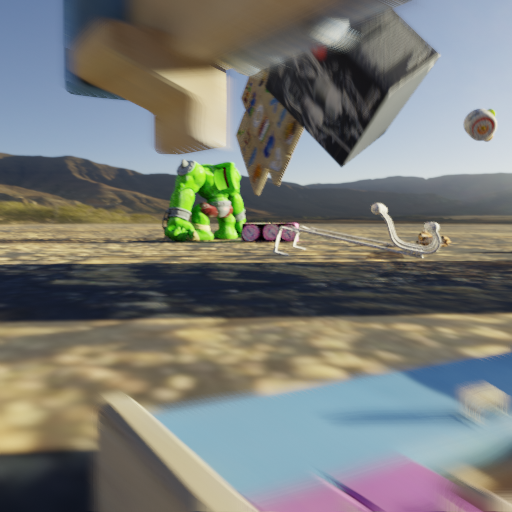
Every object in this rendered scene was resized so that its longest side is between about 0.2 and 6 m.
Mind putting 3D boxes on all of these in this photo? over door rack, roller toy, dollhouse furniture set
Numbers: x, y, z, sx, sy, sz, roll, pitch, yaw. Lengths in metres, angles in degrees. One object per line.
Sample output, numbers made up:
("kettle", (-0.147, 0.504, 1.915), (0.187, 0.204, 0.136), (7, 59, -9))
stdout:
("over door rack", (1.791, -0.465, 9.842), (2.690, 0.896, 1.987), (1, 3, 15))
("roller toy", (2.802, -1.629, 7.007), (0.358, 0.393, 0.275), (2, 31, 1))
("dollhouse furniture set", (0.623, -0.378, 0.677), (1.306, 2.001, 1.889), (-3, 5, -30))

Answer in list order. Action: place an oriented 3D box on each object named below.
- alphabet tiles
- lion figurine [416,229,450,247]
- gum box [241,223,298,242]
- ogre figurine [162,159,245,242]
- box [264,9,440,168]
("alphabet tiles", (0.325, -2.886, 10.030), (0.111, 2.918, 3.507), (11, 35, -21))
("lion figurine", (3.928, -0.332, 12.304), (0.606, 0.358, 0.989), (6, 13, -41))
("gum box", (0.404, -0.605, 14.476), (1.454, 0.481, 0.825), (1, 3, 10))
("ogre figurine", (-1.257, -1.506, 15.590), (3.583, 2.148, 1.758), (-2, 5, -40))
("box", (0.950, -2.013, 6.150), (0.810, 1.416, 1.556), (-40, -9, -19))
